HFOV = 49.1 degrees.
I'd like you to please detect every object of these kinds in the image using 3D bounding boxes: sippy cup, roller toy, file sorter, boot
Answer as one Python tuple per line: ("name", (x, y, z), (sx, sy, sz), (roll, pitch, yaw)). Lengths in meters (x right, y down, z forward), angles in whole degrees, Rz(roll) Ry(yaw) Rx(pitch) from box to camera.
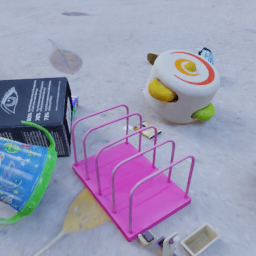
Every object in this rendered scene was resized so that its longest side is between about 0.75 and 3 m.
("sippy cup", (-2.779, 0.997, 6.609), (1.615, 1.731, 2.204), (28, 46, -22))
("roller toy", (1.916, -1.585, 10.113), (2.648, 1.850, 2.416), (9, 48, -10))
("file sorter", (0.021, 0.865, 7.242), (2.005, 1.810, 2.886), (-22, 42, -29))
("boot", (2.019, -3.601, 14.331), (1.801, 0.655, 1.400), (22, 41, 27))

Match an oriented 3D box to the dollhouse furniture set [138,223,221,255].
("dollhouse furniture set", (1.193, 2.217, 6.093), (1.551, 1.101, 1.229), (-23, 42, -28))

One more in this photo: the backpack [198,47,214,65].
("backpack", (3.429, -2.811, 12.877), (1.098, 1.165, 1.428), (32, 47, 10))

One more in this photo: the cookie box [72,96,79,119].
("cookie box", (-2.459, -0.823, 10.773), (0.936, 0.411, 1.094), (4, 37, 2))

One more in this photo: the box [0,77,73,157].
("box", (-3.344, -0.303, 8.823), (3.000, 1.565, 2.220), (-3, 47, -3))

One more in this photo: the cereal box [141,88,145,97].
("cereal box", (1.041, -1.401, 11.739), (0.713, 0.196, 0.990), (-10, 38, -13))

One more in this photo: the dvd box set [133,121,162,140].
("dvd box set", (0.678, 0.064, 9.825), (0.605, 0.122, 0.827), (-28, 45, -31))
